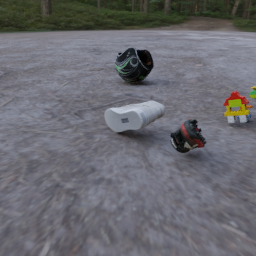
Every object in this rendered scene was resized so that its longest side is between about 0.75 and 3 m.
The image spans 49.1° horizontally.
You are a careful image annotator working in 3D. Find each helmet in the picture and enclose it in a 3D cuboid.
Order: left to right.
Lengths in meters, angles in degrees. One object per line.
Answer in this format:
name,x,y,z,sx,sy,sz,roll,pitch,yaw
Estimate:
helmet,0.206,-2.767,12.371,1.514,1.588,1.588,-25,5,38

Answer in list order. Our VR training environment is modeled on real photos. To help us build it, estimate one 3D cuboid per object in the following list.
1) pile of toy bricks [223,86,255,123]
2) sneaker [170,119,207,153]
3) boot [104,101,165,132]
pile of toy bricks,3.866,-0.822,7.607,2.263,1.117,1.255,-3,10,38
sneaker,1.210,0.210,5.821,0.719,0.520,1.472,-21,-16,13
boot,0.164,-0.315,7.313,0.879,0.676,1.838,-22,15,-31
